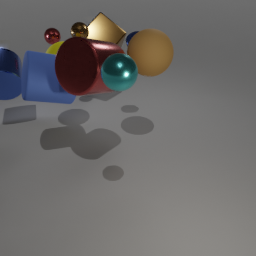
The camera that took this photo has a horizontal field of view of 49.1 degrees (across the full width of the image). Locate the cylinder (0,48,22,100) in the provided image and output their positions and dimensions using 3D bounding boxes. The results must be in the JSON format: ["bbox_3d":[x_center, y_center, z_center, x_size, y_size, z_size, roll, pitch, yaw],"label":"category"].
[{"bbox_3d":[-4.671,-2.002,10.460,1.400,1.400,1.400,-10,53,-16],"label":"cylinder"}]

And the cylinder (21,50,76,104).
[{"bbox_3d":[-2.303,-1.449,8.204,1.400,1.400,1.400,3,27,-28],"label":"cylinder"}]

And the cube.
[{"bbox_3d":[-1.109,-3.736,12.034,1.400,1.400,1.400,38,79,-3],"label":"cube"}]

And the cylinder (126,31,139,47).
[{"bbox_3d":[0.335,-2.921,9.909,0.700,0.700,0.700,-7,59,12],"label":"cylinder"}]

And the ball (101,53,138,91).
[{"bbox_3d":[-0.161,-1.036,5.231,0.700,0.700,0.700,0,31,0],"label":"ball"}]

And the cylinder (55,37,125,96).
[{"bbox_3d":[-0.919,-1.582,7.297,1.400,1.400,1.400,18,18,27],"label":"cylinder"}]

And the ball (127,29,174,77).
[{"bbox_3d":[0.668,-2.260,8.452,1.400,1.400,1.400,0,31,0],"label":"ball"}]

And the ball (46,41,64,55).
[{"bbox_3d":[-2.160,-2.251,9.634,1.400,1.400,1.400,0,31,0],"label":"ball"}]

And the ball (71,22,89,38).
[{"bbox_3d":[-1.826,-3.654,10.632,0.700,0.700,0.700,0,31,0],"label":"ball"}]

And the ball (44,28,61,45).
[{"bbox_3d":[-3.249,-3.944,12.045,0.700,0.700,0.700,0,31,0],"label":"ball"}]
